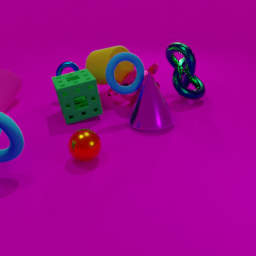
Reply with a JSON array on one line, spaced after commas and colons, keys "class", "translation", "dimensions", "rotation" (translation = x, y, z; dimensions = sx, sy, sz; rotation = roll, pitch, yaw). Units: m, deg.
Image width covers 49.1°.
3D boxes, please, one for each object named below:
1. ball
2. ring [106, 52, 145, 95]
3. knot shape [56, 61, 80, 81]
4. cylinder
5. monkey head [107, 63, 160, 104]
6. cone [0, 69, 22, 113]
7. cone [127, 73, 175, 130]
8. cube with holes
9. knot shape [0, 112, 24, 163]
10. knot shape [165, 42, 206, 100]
[{"class": "ball", "translation": [-1.036, 0.413, 6.737], "dimensions": [0.801, 0.801, 0.801], "rotation": [0, 30, 0]}, {"class": "ring", "translation": [-0.068, -1.574, 8.130], "dimensions": [1.212, 1.212, 0.242], "rotation": [-12, 17, -20]}, {"class": "knot shape", "translation": [-1.917, -1.741, 9.731], "dimensions": [1.313, 1.229, 0.607], "rotation": [-24, 31, 47]}, {"class": "cylinder", "translation": [-0.636, -2.170, 9.865], "dimensions": [1.243, 1.243, 1.243], "rotation": [4, 25, 44]}, {"class": "monkey head", "translation": [0.310, -1.531, 9.323], "dimensions": [1.971, 1.187, 1.418], "rotation": [-25, 50, 24]}, {"class": "cone", "translation": [-4.178, -0.889, 9.070], "dimensions": [1.451, 1.451, 1.457], "rotation": [-8, 57, -13]}, {"class": "cone", "translation": [0.646, -0.896, 8.183], "dimensions": [1.448, 1.454, 1.448], "rotation": [-3, 24, 1]}, {"class": "cube with holes", "translation": [-1.567, -0.996, 8.635], "dimensions": [1.146, 1.146, 1.146], "rotation": [-18, 32, -14]}, {"class": "knot shape", "translation": [-3.273, 0.141, 6.095], "dimensions": [1.858, 0.858, 1.739], "rotation": [-38, 70, 6]}, {"class": "knot shape", "translation": [2.069, -1.978, 10.024], "dimensions": [0.964, 2.086, 1.952], "rotation": [-18, 0, 18]}]
